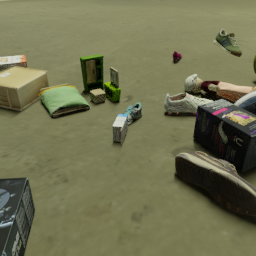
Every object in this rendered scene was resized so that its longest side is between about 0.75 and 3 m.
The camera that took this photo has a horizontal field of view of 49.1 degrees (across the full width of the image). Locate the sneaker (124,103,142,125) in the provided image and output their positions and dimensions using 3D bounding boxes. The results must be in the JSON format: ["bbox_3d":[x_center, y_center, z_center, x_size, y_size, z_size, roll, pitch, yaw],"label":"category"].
[{"bbox_3d":[0.037,-0.485,9.037,0.446,0.496,1.148,21,37,30],"label":"sneaker"}]

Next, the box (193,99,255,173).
[{"bbox_3d":[2.742,0.121,7.435,0.973,1.121,1.834,-16,35,-24],"label":"box"}]

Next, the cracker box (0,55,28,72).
[{"bbox_3d":[-5.634,-2.971,13.116,1.698,0.490,1.137,-12,33,-17],"label":"cracker box"}]

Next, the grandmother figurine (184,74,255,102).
[{"bbox_3d":[3.372,-1.463,10.460,2.688,0.814,1.630,16,6,29],"label":"grandmother figurine"}]

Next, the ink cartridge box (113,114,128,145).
[{"bbox_3d":[-0.239,0.033,8.161,0.303,0.526,0.909,6,32,10],"label":"ink cartridge box"}]

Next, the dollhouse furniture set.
[{"bbox_3d":[-1.800,-1.599,10.048,2.667,1.338,1.747,-17,35,-26],"label":"dollhouse furniture set"}]

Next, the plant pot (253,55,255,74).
[{"bbox_3d":[6.451,-2.611,11.186,2.431,2.431,2.308,-18,23,-27],"label":"plant pot"}]

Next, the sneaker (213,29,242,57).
[{"bbox_3d":[3.277,-2.789,9.033,0.413,0.553,1.232,0,37,-30],"label":"sneaker"}]

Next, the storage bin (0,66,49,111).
[{"bbox_3d":[-4.198,-1.542,10.443,1.829,0.863,1.843,11,33,18],"label":"storage bin"}]

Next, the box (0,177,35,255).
[{"bbox_3d":[-2.711,1.918,4.662,1.792,0.942,2.188,-2,31,-4],"label":"box"}]

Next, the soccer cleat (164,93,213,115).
[{"bbox_3d":[2.127,-0.845,9.428,1.824,0.707,0.632,-2,31,-4],"label":"soccer cleat"}]

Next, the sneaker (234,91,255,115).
[{"bbox_3d":[4.628,-0.308,8.258,2.710,1.030,1.958,-9,36,-2],"label":"sneaker"}]

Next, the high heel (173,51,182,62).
[{"bbox_3d":[2.568,-3.811,14.422,0.397,0.567,1.179,10,33,15],"label":"high heel"}]

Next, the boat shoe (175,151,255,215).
[{"bbox_3d":[2.067,1.052,6.234,0.806,0.819,2.198,-24,40,-34],"label":"boat shoe"}]
